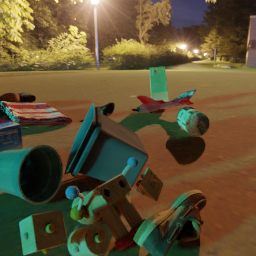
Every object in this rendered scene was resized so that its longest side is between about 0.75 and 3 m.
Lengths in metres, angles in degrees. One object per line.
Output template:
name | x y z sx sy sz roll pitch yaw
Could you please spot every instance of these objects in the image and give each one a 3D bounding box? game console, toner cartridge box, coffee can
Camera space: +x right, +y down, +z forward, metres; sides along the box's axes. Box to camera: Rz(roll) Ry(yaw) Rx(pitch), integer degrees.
game console | -4.404 -0.469 10.905 2.031 0.356 2.296 7 16 3
toner cartridge box | -3.116 0.542 5.534 0.444 0.976 2.054 12 19 36
coffee can | 2.051 -0.222 8.939 0.757 0.757 1.035 -1 15 -6

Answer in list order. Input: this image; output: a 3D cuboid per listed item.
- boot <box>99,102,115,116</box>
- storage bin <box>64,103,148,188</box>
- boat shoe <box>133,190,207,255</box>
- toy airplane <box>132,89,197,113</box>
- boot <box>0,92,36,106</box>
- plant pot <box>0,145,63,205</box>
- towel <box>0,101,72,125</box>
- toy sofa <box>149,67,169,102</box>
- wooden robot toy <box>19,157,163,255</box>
boot | -1.064 -0.813 11.723 0.681 0.525 1.405 7 18 18
storage bin | -0.434 0.472 5.634 1.258 1.363 1.873 26 10 -12
boat shoe | 0.726 1.289 3.752 0.535 0.536 1.487 37 27 31
toy airplane | 1.526 -1.017 11.779 2.863 0.527 2.863 -9 -9 -1
boot | -5.552 -1.216 13.000 1.748 0.840 2.391 3 12 36
plant pot | -1.831 0.767 4.872 0.964 0.984 0.984 0 13 29
towel | -3.535 -0.624 10.565 1.937 0.306 2.690 -2 18 -36
toy sofa | 1.464 -1.960 13.295 0.801 0.943 1.933 -5 48 6
wooden robot toy | -0.453 1.212 3.855 1.023 0.993 2.254 -34 -10 39
